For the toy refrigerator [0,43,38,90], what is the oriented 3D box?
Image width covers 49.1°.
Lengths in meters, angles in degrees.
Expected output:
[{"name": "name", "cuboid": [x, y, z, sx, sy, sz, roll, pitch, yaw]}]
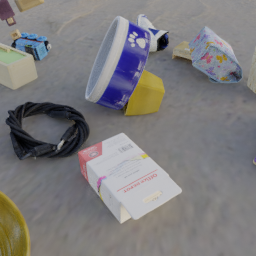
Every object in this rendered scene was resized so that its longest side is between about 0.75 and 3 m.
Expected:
[{"name": "toy refrigerator", "cuboid": [-4.751, -2.463, 10.250, 2.864, 1.002, 1.087, 25, 45, 28]}]

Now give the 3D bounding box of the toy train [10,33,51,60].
[{"name": "toy train", "cuboid": [-4.085, -3.418, 11.657, 1.779, 0.771, 1.017, 17, 48, 20]}]

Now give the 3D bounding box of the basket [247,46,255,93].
[{"name": "basket", "cuboid": [4.748, -1.941, 8.953, 1.166, 1.891, 1.282, -13, 41, -9]}]

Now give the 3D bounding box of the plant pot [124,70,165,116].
[{"name": "plant pot", "cuboid": [0.490, -1.077, 8.546, 1.013, 1.149, 1.149, 8, 38, -10]}]

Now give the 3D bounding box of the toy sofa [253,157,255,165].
[{"name": "toy sofa", "cuboid": [4.067, 0.142, 7.069, 1.144, 0.970, 2.343, 21, 44, 23]}]

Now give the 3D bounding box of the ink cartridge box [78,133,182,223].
[{"name": "ink cartridge box", "cuboid": [-0.015, 1.125, 6.045, 1.256, 0.728, 2.156, -23, 43, -26]}]

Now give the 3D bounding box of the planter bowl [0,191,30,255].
[{"name": "planter bowl", "cuboid": [-3.079, 2.148, 4.087, 2.975, 1.239, 2.975, 18, 31, -12]}]

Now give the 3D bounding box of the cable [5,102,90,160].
[{"name": "cable", "cuboid": [-2.213, -0.132, 7.678, 2.027, 0.631, 2.485, -17, 41, -20]}]

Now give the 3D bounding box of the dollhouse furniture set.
[{"name": "dollhouse furniture set", "cuboid": [-2.991, -3.306, 8.086, 1.304, 1.034, 0.926, -28, 28, -8]}]

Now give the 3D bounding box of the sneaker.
[{"name": "sneaker", "cuboid": [1.041, -3.977, 12.258, 1.442, 1.009, 2.496, 3, 46, -2]}]

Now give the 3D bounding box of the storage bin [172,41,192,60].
[{"name": "storage bin", "cuboid": [2.498, -3.044, 11.384, 1.050, 0.492, 1.042, 25, 46, 27]}]

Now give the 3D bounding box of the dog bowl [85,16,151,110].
[{"name": "dog bowl", "cuboid": [-0.346, -1.840, 8.190, 0.994, 2.525, 2.525, 20, 36, -17]}]

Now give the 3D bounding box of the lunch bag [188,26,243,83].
[{"name": "lunch bag", "cuboid": [3.198, -2.473, 10.090, 1.877, 1.193, 1.592, 26, 39, -19]}]
